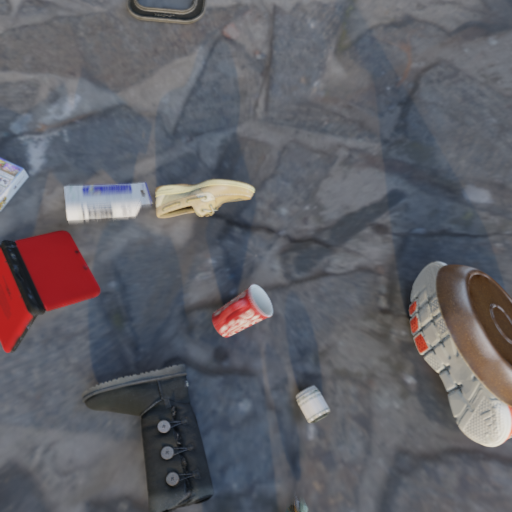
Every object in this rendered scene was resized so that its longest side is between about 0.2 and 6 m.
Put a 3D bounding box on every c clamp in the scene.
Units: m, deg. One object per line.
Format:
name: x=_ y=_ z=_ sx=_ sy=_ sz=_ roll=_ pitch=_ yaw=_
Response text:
c clamp: x=-1.882 y=-5.980 z=12.765 sx=2.063 sy=0.279 sz=1.763 roll=0 pitch=71 yaw=-1

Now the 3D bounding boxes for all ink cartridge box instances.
ink cartridge box: x=-2.701 y=-1.006 z=10.229 sx=1.510 sy=0.296 sz=0.751 roll=-6 pitch=40 yaw=-17

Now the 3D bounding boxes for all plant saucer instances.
plant saucer: x=3.691 y=1.117 z=8.658 sx=2.428 sy=0.389 sz=2.428 roll=29 pitch=41 yaw=-29

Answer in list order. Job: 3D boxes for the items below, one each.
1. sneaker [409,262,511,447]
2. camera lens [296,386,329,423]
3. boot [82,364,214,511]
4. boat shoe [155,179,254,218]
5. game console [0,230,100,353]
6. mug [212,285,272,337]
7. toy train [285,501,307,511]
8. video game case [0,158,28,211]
sneaker: x=3.505 y=1.516 z=9.134 sx=1.232 sy=1.160 sz=3.010 roll=0 pitch=63 yaw=-30
camera lens: x=0.903 y=2.373 z=8.915 sx=0.397 sy=0.397 sz=0.496 roll=-26 pitch=68 yaw=-11
boot: x=-1.682 y=2.881 z=8.592 sx=1.712 sy=0.682 sz=2.077 roll=-14 pitch=71 yaw=-4
boat shoe: x=-0.945 y=-0.998 z=10.227 sx=1.889 sy=0.682 sz=0.614 roll=-3 pitch=79 yaw=13
game console: x=-3.721 y=0.558 z=9.546 sx=1.529 sy=1.053 sz=1.774 roll=-53 pitch=53 yaw=18
mug: x=-0.311 y=0.895 z=9.234 sx=0.887 sy=0.787 sz=0.592 roll=-33 pitch=43 yaw=24
toy train: x=0.618 y=3.835 z=8.096 sx=0.312 sy=0.233 sz=0.547 roll=-26 pitch=102 yaw=-38
video game case: x=-5.274 y=-1.373 z=10.637 sx=1.357 sy=0.308 sz=1.230 roll=25 pitch=68 yaw=11
